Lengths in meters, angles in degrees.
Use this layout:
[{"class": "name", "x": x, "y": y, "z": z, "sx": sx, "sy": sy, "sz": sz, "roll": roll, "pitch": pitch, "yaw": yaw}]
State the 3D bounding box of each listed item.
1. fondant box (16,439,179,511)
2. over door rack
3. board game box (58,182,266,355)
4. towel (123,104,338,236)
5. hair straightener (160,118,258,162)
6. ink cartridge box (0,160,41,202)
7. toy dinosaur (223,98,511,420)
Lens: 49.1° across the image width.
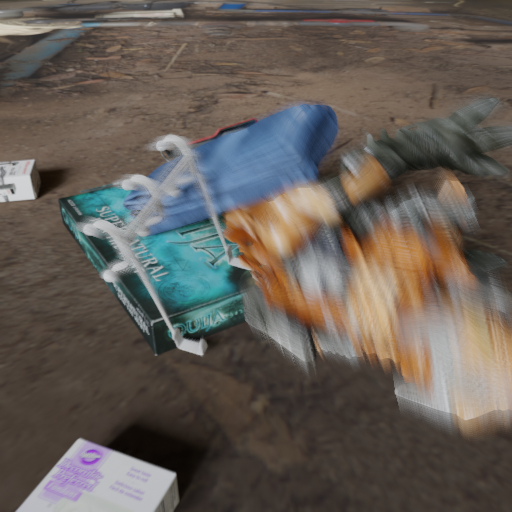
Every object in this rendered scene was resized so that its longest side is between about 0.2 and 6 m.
[{"class": "fondant box", "x": -1.627, "y": 2.589, "z": 5.140, "sx": 1.186, "sy": 0.479, "sz": 1.644, "roll": 12, "pitch": 32, "yaw": 19}, {"class": "over door rack", "x": -1.090, "y": -0.095, "z": 7.352, "sx": 0.794, "sy": 2.383, "sz": 1.760, "roll": 2, "pitch": 48, "yaw": 34}, {"class": "board game box", "x": -1.266, "y": -0.285, "z": 9.737, "sx": 3.070, "sy": 0.639, "sz": 4.539, "roll": -18, "pitch": 36, "yaw": -27}, {"class": "towel", "x": -0.427, "y": -1.368, "z": 8.572, "sx": 3.275, "sy": 0.795, "sz": 1.828, "roll": -16, "pitch": 29, "yaw": 33}, {"class": "hair straightener", "x": -0.943, "y": -2.795, "z": 13.920, "sx": 2.943, "sy": 0.602, "sz": 1.132, "roll": -17, "pitch": 35, "yaw": -26}, {"class": "ink cartridge box", "x": -5.401, "y": -1.583, "z": 11.942, "sx": 1.369, "sy": 0.567, "sz": 1.005, "roll": -7, "pitch": 31, "yaw": -11}, {"class": "toy dinosaur", "x": 1.241, "y": -0.259, "z": 7.077, "sx": 3.848, "sy": 2.896, "sz": 5.669, "roll": -22, "pitch": 50, "yaw": -25}]
